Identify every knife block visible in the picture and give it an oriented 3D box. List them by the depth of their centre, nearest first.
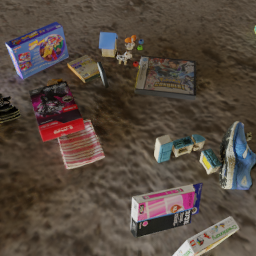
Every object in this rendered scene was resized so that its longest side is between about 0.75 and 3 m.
[{"bbox_3d":[-5.297,-0.388,10.597,2.197,1.928,0.703,-45,50,22],"label":"knife block"}]

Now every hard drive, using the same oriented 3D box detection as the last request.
[{"bbox_3d":[-1.033,-2.213,11.639,0.175,0.743,1.065,-17,38,-5],"label":"hard drive"}]

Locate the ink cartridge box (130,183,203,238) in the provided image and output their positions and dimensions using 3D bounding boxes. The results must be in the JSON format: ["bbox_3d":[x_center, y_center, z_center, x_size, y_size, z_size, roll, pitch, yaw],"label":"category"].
[{"bbox_3d":[1.171,2.221,7.698,2.277,1.078,0.422,-7,20,-25],"label":"ink cartridge box"}]

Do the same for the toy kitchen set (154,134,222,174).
[{"bbox_3d":[1.967,0.909,9.220,1.754,1.033,1.405,-16,53,-12],"label":"toy kitchen set"}]

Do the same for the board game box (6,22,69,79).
[{"bbox_3d":[-3.877,-3.399,12.284,2.418,1.626,0.541,-34,59,-25],"label":"board game box"}]

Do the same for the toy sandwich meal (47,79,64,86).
[{"bbox_3d":[-3.047,-1.858,11.918,0.797,0.273,0.797,0,51,0],"label":"toy sandwich meal"}]

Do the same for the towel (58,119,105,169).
[{"bbox_3d":[-1.756,0.500,10.030,1.397,0.286,1.909,-16,53,-14],"label":"towel"}]

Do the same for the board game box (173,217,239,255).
[{"bbox_3d":[1.863,2.907,7.017,1.250,1.980,0.343,-21,59,-16],"label":"board game box"}]

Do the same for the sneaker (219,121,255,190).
[{"bbox_3d":[3.740,0.927,9.371,1.130,0.996,2.536,14,61,2],"label":"sneaker"}]

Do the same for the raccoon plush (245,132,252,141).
[{"bbox_3d":[4.120,0.237,10.212,0.528,0.381,0.788,-30,57,-31],"label":"raccoon plush"}]

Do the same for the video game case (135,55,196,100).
[{"bbox_3d":[1.682,-2.245,12.196,2.531,0.323,2.287,7,51,5],"label":"video game case"}]

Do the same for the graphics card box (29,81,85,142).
[{"bbox_3d":[-2.742,-0.709,10.634,1.571,0.637,2.505,-18,46,-13],"label":"graphics card box"}]

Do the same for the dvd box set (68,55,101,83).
[{"bbox_3d":[-1.895,-2.686,12.621,1.062,0.213,1.452,-32,58,-23],"label":"dvd box set"}]

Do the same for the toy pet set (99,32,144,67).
[{"bbox_3d":[-0.285,-4.024,13.130,1.914,1.089,2.050,7,51,5],"label":"toy pet set"}]
